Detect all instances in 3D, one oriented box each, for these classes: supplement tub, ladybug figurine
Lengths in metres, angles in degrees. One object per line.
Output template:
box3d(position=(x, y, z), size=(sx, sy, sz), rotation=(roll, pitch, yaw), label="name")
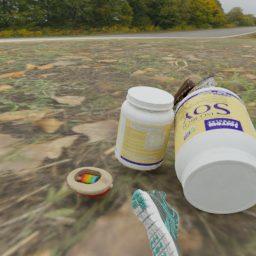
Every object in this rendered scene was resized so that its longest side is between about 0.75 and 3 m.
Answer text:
box3d(position=(0.296, 0.000, 4.997), size=(0.933, 1.284, 0.933), rotation=(8, 27, -4), label="supplement tub")
box3d(position=(1.388, 0.297, 4.470), size=(1.292, 1.292, 1.777), rotation=(2, 37, 6), label="supplement tub")
box3d(position=(-0.580, 0.864, 4.380), size=(0.792, 0.285, 0.537), rotation=(9, 34, 29), label="ladybug figurine")

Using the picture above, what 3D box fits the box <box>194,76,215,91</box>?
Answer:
box3d(position=(2.319, -1.193, 8.533), size=(0.160, 0.506, 0.919), rotation=(0, -8, -15), label="box")

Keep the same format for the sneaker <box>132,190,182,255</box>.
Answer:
box3d(position=(0.439, 1.122, 3.197), size=(0.456, 0.388, 0.999), rotation=(-4, 54, -33), label="sneaker")

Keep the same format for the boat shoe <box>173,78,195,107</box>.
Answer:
box3d(position=(1.659, -1.025, 8.647), size=(0.382, 1.085, 0.382), rotation=(45, 43, 17), label="boat shoe")
